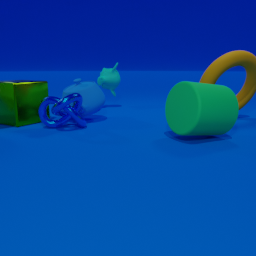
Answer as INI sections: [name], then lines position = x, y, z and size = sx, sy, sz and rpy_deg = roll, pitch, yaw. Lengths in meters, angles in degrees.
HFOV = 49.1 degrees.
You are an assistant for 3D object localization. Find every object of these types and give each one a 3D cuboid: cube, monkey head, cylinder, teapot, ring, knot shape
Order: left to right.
[cube]
position = -3.040, -0.741, 7.878
size = 1.150, 1.150, 1.150
rpy_deg = 8, 15, 31
[knot shape]
position = -1.527, -0.370, 7.057
size = 1.245, 0.575, 1.165
rpy_deg = -21, -38, 29
[teapot]
position = -1.320, -0.890, 7.970
size = 1.270, 1.000, 2.043
rpy_deg = -11, 24, 5
[monkey head]
position = -0.695, -1.765, 10.303
size = 0.774, 1.284, 0.924
rpy_deg = 9, 22, 8
[cylinder]
position = 1.562, -0.398, 6.019
size = 1.115, 1.115, 1.115
rpy_deg = 0, 11, -29
[ring]
position = 2.873, -1.195, 7.930
size = 2.027, 2.027, 0.405
rpy_deg = -5, 35, -21
